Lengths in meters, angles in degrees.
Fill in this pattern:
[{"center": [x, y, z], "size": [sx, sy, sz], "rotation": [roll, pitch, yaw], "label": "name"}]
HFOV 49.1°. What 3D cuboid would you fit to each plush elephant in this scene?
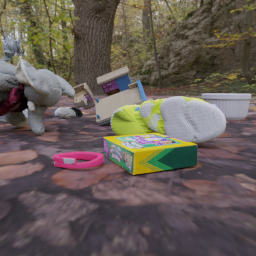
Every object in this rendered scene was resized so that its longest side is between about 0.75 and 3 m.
[{"center": [-2.773, -0.875, 7.641], "size": [2.261, 2.921, 2.405], "rotation": [23, 9, 20], "label": "plush elephant"}]

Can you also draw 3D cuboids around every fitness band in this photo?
[{"center": [-0.820, 0.522, 4.624], "size": [0.890, 0.167, 0.639], "rotation": [1, 5, 37], "label": "fitness band"}]

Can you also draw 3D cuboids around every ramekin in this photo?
[{"center": [4.075, -0.920, 11.762], "size": [1.970, 1.034, 1.970], "rotation": [1, 8, 0], "label": "ramekin"}]

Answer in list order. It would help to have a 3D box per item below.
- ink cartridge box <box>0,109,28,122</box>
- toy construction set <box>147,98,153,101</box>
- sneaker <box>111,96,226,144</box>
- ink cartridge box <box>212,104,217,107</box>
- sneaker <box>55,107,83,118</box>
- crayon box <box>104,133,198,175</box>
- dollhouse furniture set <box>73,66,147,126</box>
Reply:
[{"center": [-4.625, -0.811, 11.778], "size": [2.136, 0.631, 2.669], "rotation": [3, 13, 22], "label": "ink cartridge box"}, {"center": [1.051, -1.097, 14.501], "size": [1.019, 0.716, 1.554], "rotation": [3, -3, 15], "label": "toy construction set"}, {"center": [1.037, -0.240, 6.835], "size": [2.839, 1.075, 1.491], "rotation": [4, 9, 32], "label": "sneaker"}, {"center": [2.645, -0.439, 9.226], "size": [0.418, 0.724, 0.992], "rotation": [5, 5, 24], "label": "ink cartridge box"}, {"center": [-2.512, -0.625, 11.907], "size": [1.307, 0.470, 0.474], "rotation": [2, -22, -44], "label": "sneaker"}, {"center": [0.325, 0.391, 4.812], "size": [1.140, 0.385, 1.321], "rotation": [-5, 9, -23], "label": "crayon box"}, {"center": [-0.533, -0.507, 10.426], "size": [2.704, 1.869, 2.864], "rotation": [-21, 39, 6], "label": "dollhouse furniture set"}]
